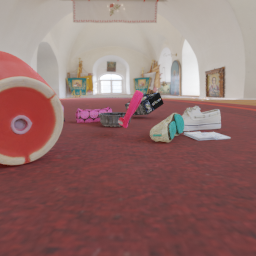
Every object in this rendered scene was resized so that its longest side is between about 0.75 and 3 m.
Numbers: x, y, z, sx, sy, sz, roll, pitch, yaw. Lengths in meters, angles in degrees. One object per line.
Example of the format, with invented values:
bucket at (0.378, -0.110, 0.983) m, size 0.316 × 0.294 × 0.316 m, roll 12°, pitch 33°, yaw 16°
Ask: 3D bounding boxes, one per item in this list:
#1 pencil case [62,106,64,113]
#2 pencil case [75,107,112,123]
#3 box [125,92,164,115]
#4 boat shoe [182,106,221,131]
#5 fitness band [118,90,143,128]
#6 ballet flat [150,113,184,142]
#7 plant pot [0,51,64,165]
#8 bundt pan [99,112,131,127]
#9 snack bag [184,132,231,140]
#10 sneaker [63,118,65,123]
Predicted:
pencil case at (-4.154, -1.045, 15.368) m, size 0.896 × 0.896 × 2.050 m, roll -4°, pitch 8°, yaw -26°
pencil case at (-1.612, -0.623, 13.002) m, size 1.669 × 0.758 × 0.782 m, roll -3°, pitch 39°, yaw -24°
box at (0.842, -1.263, 14.831) m, size 1.305 × 0.686 × 1.593 m, roll -34°, pitch 20°, yaw -29°
boat shoe at (2.443, -0.387, 10.579) m, size 2.568 × 0.896 × 0.910 m, roll -3°, pitch 8°, yaw -20°
fitness band at (0.110, -0.586, 8.912) m, size 0.304 × 1.168 × 1.626 m, roll 30°, pitch -6°, yaw 2°
ballet flat at (1.239, -0.043, 8.856) m, size 0.709 × 0.767 × 2.273 m, roll -7°, pitch 4°, yaw 23°
plant pot at (-2.694, -0.383, 6.157) m, size 2.507 × 2.507 × 2.218 m, roll -6°, pitch 20°, yaw -38°
bundt pan at (-0.512, -0.345, 11.651) m, size 1.409 × 0.529 × 1.409 m, roll -1°, pitch 8°, yaw 0°
snack bag at (2.523, 0.235, 8.953) m, size 1.161 × 0.124 × 1.095 m, roll -1°, pitch 8°, yaw -12°
sneaker at (-3.587, -0.519, 12.046) m, size 1.769 × 0.764 × 0.711 m, roll 3°, pitch 10°, yaw 14°
